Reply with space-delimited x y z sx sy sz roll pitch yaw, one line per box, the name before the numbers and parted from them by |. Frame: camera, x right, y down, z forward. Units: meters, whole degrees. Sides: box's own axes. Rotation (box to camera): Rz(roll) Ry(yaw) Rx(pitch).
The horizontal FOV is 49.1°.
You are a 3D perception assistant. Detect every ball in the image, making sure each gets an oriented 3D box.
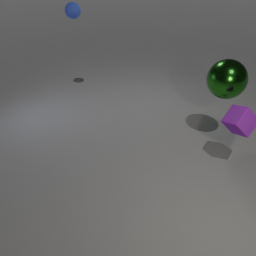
ball | -2.463 -5.242 12.493 0.700 0.700 0.700 0 32 0
ball | 3.492 -1.719 9.878 1.400 1.400 1.400 0 32 0

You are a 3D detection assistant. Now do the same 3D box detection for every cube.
cube | 3.534 -0.229 8.826 0.700 0.700 0.700 -53 26 -5
